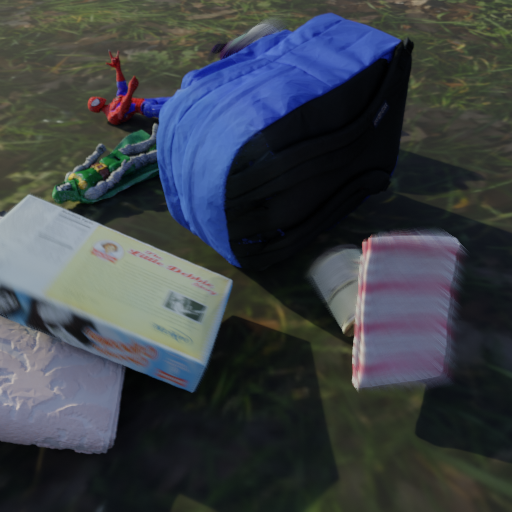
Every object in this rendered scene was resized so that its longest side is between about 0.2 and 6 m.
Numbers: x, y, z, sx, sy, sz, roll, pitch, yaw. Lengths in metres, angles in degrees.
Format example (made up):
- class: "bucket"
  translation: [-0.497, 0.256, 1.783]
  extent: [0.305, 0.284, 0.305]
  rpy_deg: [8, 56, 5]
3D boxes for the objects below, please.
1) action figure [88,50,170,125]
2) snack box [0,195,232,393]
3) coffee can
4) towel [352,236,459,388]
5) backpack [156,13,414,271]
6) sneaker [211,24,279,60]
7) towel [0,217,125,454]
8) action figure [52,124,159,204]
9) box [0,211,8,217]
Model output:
- class: "action figure"
  translation: [-2.083, -3.335, 11.312]
  extent: [2.799, 1.385, 0.913]
  rpy_deg: [0, 39, 4]
- class: "snack box"
  translation: [-1.728, 0.358, 6.395]
  extent: [2.747, 0.510, 1.596]
  rpy_deg: [23, 33, -4]
- class: "coffee can"
  translation: [1.170, 0.423, 6.937]
  extent: [0.683, 0.683, 0.934]
  rpy_deg: [-15, 58, -18]
- class: "towel"
  translation: [1.619, 0.609, 6.057]
  extent: [1.208, 1.650, 0.247]
  rpy_deg: [-1, 10, -25]
- class: "backpack"
  translation: [0.183, -1.538, 8.055]
  extent: [2.823, 2.733, 3.364]
  rpy_deg: [31, 59, 35]
- class: "sneaker"
  translation: [0.471, -2.872, 10.329]
  extent: [1.344, 1.142, 3.070]
  rpy_deg: [-31, 73, -29]
- class: "towel"
  translation: [-2.973, 0.627, 6.225]
  extent: [3.133, 0.505, 2.992]
  rpy_deg: [14, 37, -16]
- class: "action figure"
  translation: [-2.427, -1.511, 9.614]
  extent: [1.424, 0.659, 2.412]
  rpy_deg: [31, 52, 28]
- class: "box"
  translation: [-3.564, -0.011, 7.692]
  extent: [0.953, 0.590, 0.937]
  rpy_deg: [32, 47, 26]
